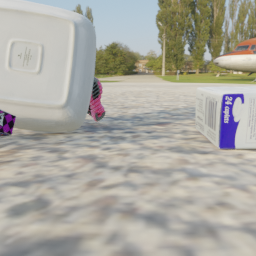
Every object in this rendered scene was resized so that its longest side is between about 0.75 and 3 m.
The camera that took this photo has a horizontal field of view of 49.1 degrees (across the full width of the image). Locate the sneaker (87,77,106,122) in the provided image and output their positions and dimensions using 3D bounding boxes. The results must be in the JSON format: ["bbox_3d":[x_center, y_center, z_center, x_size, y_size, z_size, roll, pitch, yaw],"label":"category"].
[{"bbox_3d":[-1.016,-0.820,7.648,0.527,1.334,0.636,-31,46,-32],"label":"sneaker"}]

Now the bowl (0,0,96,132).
[{"bbox_3d":[-2.186,-1.415,6.189,2.931,2.935,1.095,8,-1,-10],"label":"bowl"}]

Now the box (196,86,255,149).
[{"bbox_3d":[2.661,-0.301,5.936,2.060,1.081,1.894,-1,12,0],"label":"box"}]

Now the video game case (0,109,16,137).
[{"bbox_3d":[-3.257,-0.273,4.266,2.230,0.399,2.021,-5,-22,33],"label":"video game case"}]
